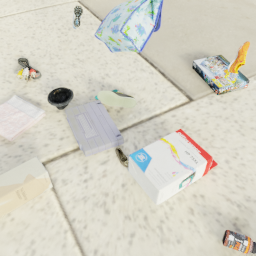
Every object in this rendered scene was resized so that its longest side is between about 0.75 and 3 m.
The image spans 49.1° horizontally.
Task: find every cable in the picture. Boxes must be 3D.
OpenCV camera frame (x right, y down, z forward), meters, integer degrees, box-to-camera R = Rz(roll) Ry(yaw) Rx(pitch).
[{"bbox_3d":[-4.372,-2.664,12.263,0.998,0.517,2.054,-13,48,-12],"label":"cable"}]

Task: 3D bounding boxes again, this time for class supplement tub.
[{"bbox_3d":[2.814,2.876,7.027,0.786,0.420,0.420,15,48,14],"label":"supplement tub"}]

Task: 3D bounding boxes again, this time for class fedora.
[{"bbox_3d":[-2.554,-1.069,10.747,1.096,0.501,1.096,0,47,0],"label":"fedora"}]

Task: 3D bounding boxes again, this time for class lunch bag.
[{"bbox_3d":[0.104,-3.027,7.943,1.452,1.088,1.708,17,75,50],"label":"lunch bag"}]

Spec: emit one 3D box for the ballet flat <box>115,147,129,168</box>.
[{"bbox_3d":[-0.179,0.930,9.043,0.284,0.195,0.843,-19,49,-18],"label":"ballet flat"}]

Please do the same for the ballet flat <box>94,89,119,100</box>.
[{"bbox_3d":[-0.813,-1.206,10.998,1.043,0.334,0.395,-20,53,-16],"label":"ballet flat"}]

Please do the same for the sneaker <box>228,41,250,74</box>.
[{"bbox_3d":[3.478,-2.133,8.563,0.397,1.030,0.376,35,18,35],"label":"sneaker"}]

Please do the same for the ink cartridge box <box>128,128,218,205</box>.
[{"bbox_3d":[1.453,0.998,8.510,2.546,0.856,1.479,-26,52,-24],"label":"ink cartridge box"}]

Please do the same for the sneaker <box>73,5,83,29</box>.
[{"bbox_3d":[-2.180,-4.653,11.771,0.396,0.455,1.011,14,81,-25],"label":"sneaker"}]

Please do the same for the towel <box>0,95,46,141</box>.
[{"bbox_3d":[-4.220,-0.434,10.295,1.777,0.286,1.698,27,52,25],"label":"towel"}]

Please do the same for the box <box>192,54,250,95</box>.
[{"bbox_3d":[3.927,-2.325,12.016,1.449,0.400,2.122,-15,48,-14],"label":"box"}]

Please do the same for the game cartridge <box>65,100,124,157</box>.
[{"bbox_3d":[-1.244,-0.052,9.874,1.451,0.430,2.238,-21,50,-14],"label":"game cartridge"}]

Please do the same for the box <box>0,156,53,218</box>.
[{"bbox_3d":[-3.168,1.688,7.859,1.855,0.881,0.721,-30,54,-24],"label":"box"}]

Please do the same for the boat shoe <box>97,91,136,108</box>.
[{"bbox_3d":[-0.417,-1.108,10.698,1.505,0.536,0.453,15,19,-3],"label":"boat shoe"}]
